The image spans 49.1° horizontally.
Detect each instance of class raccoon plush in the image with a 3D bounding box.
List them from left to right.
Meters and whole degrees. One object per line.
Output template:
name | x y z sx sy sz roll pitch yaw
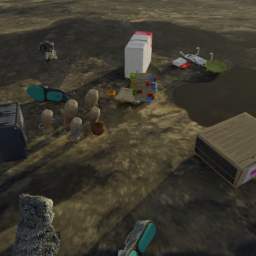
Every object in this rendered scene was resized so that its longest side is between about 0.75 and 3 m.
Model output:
raccoon plush | -2.386 2.769 6.742 1.144 1.584 2.364 2 38 3

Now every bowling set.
bowling set | -1.849 -0.069 10.864 2.814 1.511 1.959 -28 64 -33

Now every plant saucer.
plant saucer | 4.925 -3.439 15.822 1.201 0.187 1.201 2 44 -2

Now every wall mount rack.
wall mount rack | 3.981 -4.162 16.413 1.640 0.704 1.888 -24 44 -28

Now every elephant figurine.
elephant figurine | -3.721 -3.370 13.008 0.900 0.821 1.161 2 61 -43

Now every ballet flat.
ballet flat | -3.704 -1.559 13.134 2.201 0.804 0.804 12 39 24
ballet flat | 0.098 3.162 7.176 0.611 0.647 1.919 -8 27 38

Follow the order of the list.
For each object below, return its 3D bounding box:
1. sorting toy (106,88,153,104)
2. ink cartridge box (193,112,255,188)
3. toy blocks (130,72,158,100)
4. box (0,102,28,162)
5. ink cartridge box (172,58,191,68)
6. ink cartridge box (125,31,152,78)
sorting toy | 0.093 -1.478 13.296 2.299 0.313 1.294 11 35 13
ink cartridge box | 4.007 0.668 9.948 2.597 0.976 2.140 -19 43 -23
toy blocks | 0.690 -1.587 10.821 0.982 1.436 0.718 2 48 15
box | -4.211 0.139 10.132 0.827 1.589 1.447 -10 39 -12
ink cartridge box | 3.155 -3.797 16.350 0.710 0.210 0.887 -30 46 -33
ink cartridge box | 0.587 -3.999 15.328 1.025 1.759 2.430 9 39 11
